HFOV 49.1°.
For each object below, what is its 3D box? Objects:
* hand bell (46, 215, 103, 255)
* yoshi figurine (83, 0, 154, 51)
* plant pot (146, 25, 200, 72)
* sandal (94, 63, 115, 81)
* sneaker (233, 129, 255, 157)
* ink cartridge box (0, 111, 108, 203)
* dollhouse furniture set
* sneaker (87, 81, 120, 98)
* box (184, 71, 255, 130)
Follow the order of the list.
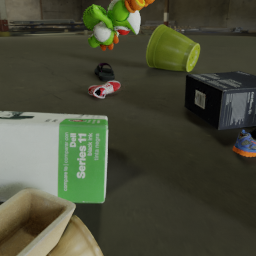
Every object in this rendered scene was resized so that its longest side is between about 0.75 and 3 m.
[{"bbox_3d":[-0.955,1.556,2.856,1.320,0.687,0.687,-28,33,-28],"label":"hand bell"},{"bbox_3d":[-0.456,-2.910,7.012,1.247,1.243,2.219,17,-28,-34],"label":"yoshi figurine"},{"bbox_3d":[2.494,-4.016,14.802,2.221,2.306,2.306,25,31,25],"label":"plant pot"},{"bbox_3d":[-1.082,-2.795,13.544,0.911,0.580,2.424,-5,22,-13],"label":"sandal"},{"bbox_3d":[2.926,0.257,5.927,1.402,0.550,0.528,-7,24,-16],"label":"sneaker"},{"bbox_3d":[-1.610,0.322,4.289,2.569,1.067,1.883,2,6,-5],"label":"ink cartridge box"},{"bbox_3d":[-1.764,0.635,2.057,1.965,1.760,2.480,13,26,23],"label":"dollhouse furniture set"},{"bbox_3d":[-0.779,-1.406,10.230,1.274,0.454,0.716,-17,22,-19],"label":"sneaker"},{"bbox_3d":[2.938,-0.876,8.018,1.911,1.092,2.098,-7,23,-12],"label":"box"}]
